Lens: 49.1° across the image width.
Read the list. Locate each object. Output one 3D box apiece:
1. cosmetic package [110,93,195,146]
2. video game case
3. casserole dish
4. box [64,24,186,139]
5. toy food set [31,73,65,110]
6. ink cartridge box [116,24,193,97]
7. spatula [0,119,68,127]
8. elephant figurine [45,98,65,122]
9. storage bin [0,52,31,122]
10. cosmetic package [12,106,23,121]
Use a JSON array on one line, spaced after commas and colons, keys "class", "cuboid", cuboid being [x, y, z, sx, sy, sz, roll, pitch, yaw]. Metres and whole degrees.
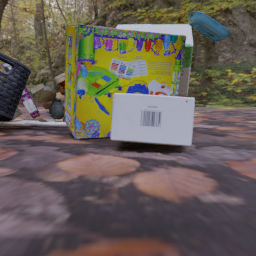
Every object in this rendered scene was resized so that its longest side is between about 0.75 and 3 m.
[{"class": "cosmetic package", "cuboid": [0.363, -0.106, 4.148, 1.068, 0.659, 1.072, 4, 1, 6]}, {"class": "video game case", "cuboid": [-3.309, -1.123, 8.847, 0.320, 1.618, 1.785, -29, 5, -15]}, {"class": "casserole dish", "cuboid": [1.421, -1.771, 4.971, 0.838, 0.163, 0.508, 27, 4, -14]}, {"class": "box", "cuboid": [-0.143, -0.918, 5.568, 2.036, 1.961, 1.242, -2, 18, -22]}, {"class": "toy food set", "cuboid": [-2.070, -1.224, 8.810, 1.638, 0.406, 2.576, -29, -7, -10]}, {"class": "ink cartridge box", "cuboid": [0.663, -1.332, 7.585, 1.895, 2.609, 1.141, 1, 48, 5]}, {"class": "spatula", "cuboid": [-1.975, -0.150, 7.549, 2.530, 0.203, 1.759, 1, 1, 14]}, {"class": "elephant figurine", "cuboid": [-1.792, -0.533, 8.512, 1.055, 0.819, 0.747, 9, -24, 11]}, {"class": "storage bin", "cuboid": [-3.819, -1.056, 6.709, 1.871, 1.297, 2.767, 27, -16, -38]}, {"class": "cosmetic package", "cuboid": [-4.138, -0.907, 9.475, 0.446, 1.219, 0.631, -36, 30, -14]}]
